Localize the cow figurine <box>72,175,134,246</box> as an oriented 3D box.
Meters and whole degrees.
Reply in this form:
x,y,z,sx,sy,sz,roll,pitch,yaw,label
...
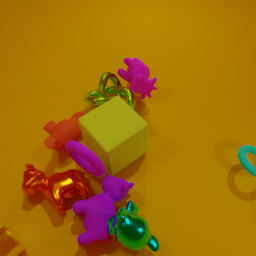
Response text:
x,y,z,sx,sy,sz,roll,pitch,yaw,label
-0.550,2.072,7.129,1.644,0.917,1.671,-10,67,-9,cow figurine

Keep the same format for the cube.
x,y,z,sx,sy,sz,roll,pitch,yaw,label
-0.377,0.226,7.953,1.380,1.380,1.380,-33,59,-20,cube

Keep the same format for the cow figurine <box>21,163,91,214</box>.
x,y,z,sx,sy,sz,roll,pitch,yaw,label
-1.968,1.457,7.543,1.638,0.899,1.611,-25,62,-22,cow figurine

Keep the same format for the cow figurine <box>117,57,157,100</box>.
x,y,z,sx,sy,sz,roll,pitch,yaw,label
0.423,-1.687,9.410,1.567,0.874,1.592,40,27,11,cow figurine

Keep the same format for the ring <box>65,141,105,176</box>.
x,y,z,sx,sy,sz,roll,pitch,yaw,label
-1.102,0.793,7.200,1.234,1.234,0.247,31,64,19,ring

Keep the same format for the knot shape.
x,y,z,sx,sy,sz,roll,pitch,yaw,label
-0.560,-1.144,9.170,1.653,0.764,1.547,15,56,-10,knot shape

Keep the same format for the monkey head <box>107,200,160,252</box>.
x,y,z,sx,sy,sz,roll,pitch,yaw,label
0.131,2.255,6.601,0.932,1.547,1.113,-15,34,46,monkey head

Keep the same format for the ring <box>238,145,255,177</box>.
x,y,z,sx,sy,sz,roll,pitch,yaw,label
3.482,0.917,7.635,1.083,0.217,1.083,15,44,-15,ring

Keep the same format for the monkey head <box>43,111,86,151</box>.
x,y,z,sx,sy,sz,roll,pitch,yaw,label
-1.944,0.070,8.211,1.136,0.951,1.578,38,56,6,monkey head

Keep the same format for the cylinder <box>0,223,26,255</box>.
x,y,z,sx,sy,sz,roll,pitch,yaw,label
-3.020,2.842,6.628,0.821,0.821,0.821,40,66,23,cylinder
